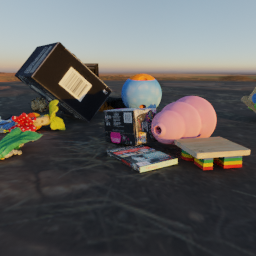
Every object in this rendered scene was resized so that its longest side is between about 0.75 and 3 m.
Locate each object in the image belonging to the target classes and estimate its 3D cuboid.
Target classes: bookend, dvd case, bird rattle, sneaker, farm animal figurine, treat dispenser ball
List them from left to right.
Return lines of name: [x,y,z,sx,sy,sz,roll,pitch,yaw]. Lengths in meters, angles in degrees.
sneaker: [-4.570,-0.100,9.336,1.527,0.599,0.503,-11,18,-36]
bird rattle: [-3.188,-0.152,9.611,1.942,1.094,1.583,-28,16,-39]
farm animal figurine: [-4.268,-1.162,14.092,1.444,0.762,1.461,-9,17,15]
bookend: [-2.492,-2.192,14.707,1.110,2.411,2.396,4,12,18]
sneaker: [-0.446,-1.215,14.027,2.546,0.765,1.328,-4,8,-34]
dvd case: [0.301,0.685,6.695,1.065,0.161,1.459,-8,13,-32]
treat dispenser ball: [0.625,-1.568,12.988,1.861,1.861,1.861,0,12,0]

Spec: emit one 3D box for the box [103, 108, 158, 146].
box: [0.062,-0.082,7.972,0.842,0.969,1.467,-8,7,-38]

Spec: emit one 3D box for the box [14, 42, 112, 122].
box: [-2.731,-1.864,11.626,2.876,1.717,2.925,41,-13,-32]

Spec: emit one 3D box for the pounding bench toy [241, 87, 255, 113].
pounding bench toy: [5.529,-1.258,10.847,2.618,2.042,1.626,-8,47,-33]

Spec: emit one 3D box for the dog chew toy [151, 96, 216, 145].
dog chew toy: [1.475,-0.136,7.704,1.387,1.387,2.228,10,18,40]

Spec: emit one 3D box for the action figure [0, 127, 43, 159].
action figure: [-2.967,0.466,7.046,0.964,0.446,1.632,4,20,11]

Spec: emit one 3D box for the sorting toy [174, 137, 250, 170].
sorting toy: [1.887,0.581,6.500,1.262,0.439,1.254,-3,12,-12]
